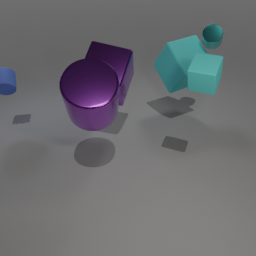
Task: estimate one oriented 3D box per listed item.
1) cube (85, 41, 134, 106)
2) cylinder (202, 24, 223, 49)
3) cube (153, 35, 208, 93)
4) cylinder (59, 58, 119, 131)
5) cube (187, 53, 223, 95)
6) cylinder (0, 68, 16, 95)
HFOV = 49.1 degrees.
[{"bbox_3d":[-0.671,-1.774,9.297,1.400,1.400,1.400,15,71,8],"label":"cube"},{"bbox_3d":[3.048,-3.283,10.106,0.700,0.700,0.700,10,0,16],"label":"cylinder"},{"bbox_3d":[2.064,-2.391,10.584,1.400,1.400,1.400,-22,77,-24],"label":"cube"},{"bbox_3d":[-0.937,-0.807,7.167,1.400,1.400,1.400,1,68,-3],"label":"cylinder"},{"bbox_3d":[1.941,-1.368,7.063,0.700,0.700,0.700,15,59,23],"label":"cube"},{"bbox_3d":[-4.284,-1.622,9.784,0.700,0.700,0.700,-7,62,-12],"label":"cylinder"}]
